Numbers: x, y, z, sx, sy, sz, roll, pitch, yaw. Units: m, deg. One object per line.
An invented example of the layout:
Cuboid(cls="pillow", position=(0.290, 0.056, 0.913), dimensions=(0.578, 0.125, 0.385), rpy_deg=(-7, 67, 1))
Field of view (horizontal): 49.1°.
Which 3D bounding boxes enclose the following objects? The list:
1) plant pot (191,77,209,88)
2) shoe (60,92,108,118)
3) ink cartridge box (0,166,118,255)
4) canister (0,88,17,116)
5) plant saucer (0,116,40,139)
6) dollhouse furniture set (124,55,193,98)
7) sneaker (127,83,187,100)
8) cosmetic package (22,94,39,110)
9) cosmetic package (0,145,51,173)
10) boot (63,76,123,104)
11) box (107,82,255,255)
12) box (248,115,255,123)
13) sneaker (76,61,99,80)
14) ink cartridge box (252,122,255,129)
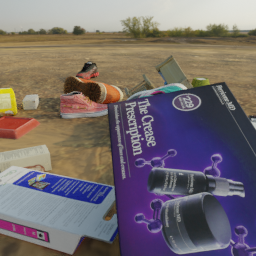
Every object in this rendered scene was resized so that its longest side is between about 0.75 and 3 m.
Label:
Cuboid(cls="plant pot", position=(2.838, -1.366, 11.125), dimensions=(1.135, 1.213, 1.135), rpy_deg=(0, 20, 0))
Cuboid(cls="shoe", position=(-1.554, -0.895, 10.358), dimensions=(1.897, 0.863, 0.678), rpy_deg=(-7, 21, -17))
Cuboid(cls="ink cartridge box", position=(-1.323, 1.351, 4.881), dimensions=(2.876, 0.533, 1.362), rpy_deg=(5, 21, 20))
Cuboid(cls="canister", position=(-5.330, -0.895, 10.275), dimensions=(2.196, 0.950, 1.631), rpy_deg=(-8, 22, -24))
Cuboid(cls="plant saucer", position=(-3.811, -0.065, 9.022), dimensions=(1.432, 0.263, 1.430), rpy_deg=(3, 21, 11))
Cuboid(cls="dollhouse furniture set", position=(1.332, -1.230, 10.733), dimensions=(2.242, 1.571, 1.580), rpy_deg=(-33, 44, 15))
Cuboid(cls="sneaker", position=(0.442, -0.450, 8.507), dimensions=(2.639, 1.103, 1.593), rpy_deg=(-18, 14, 40))
Cuboid(cls="cosmetic package", position=(-3.978, -1.069, 11.491), dimensions=(0.516, 0.435, 0.966), rpy_deg=(-3, 24, -7))
Cuboid(cls="cosmetic package", position=(-2.377, 0.779, 6.453), dimensions=(1.086, 0.474, 0.561), rpy_deg=(-10, 22, -23))
Cuboid(cls="boot", position=(-1.588, -1.556, 12.170), dimensions=(2.938, 1.102, 1.576), rpy_deg=(19, 15, 40))
Cuboid(cls="box", position=(0.842, 0.735, 3.870), dimensions=(2.019, 1.128, 2.861), rpy_deg=(-9, 43, -1))
Cuboid(cls="box", position=(4.185, -0.077, 8.762), dimensions=(0.802, 0.460, 0.530), rpy_deg=(5, 23, 17))
Cuboid(cls="sneaker", position=(-2.496, -3.479, 17.010), dimensions=(0.770, 1.065, 2.179), rpy_deg=(11, 25, 21))
Cuboid(cls="ink cartridge box", position=(2.064, 0.647, 5.735), dimensions=(1.206, 1.212, 1.668), rpy_deg=(9, 23, 22))
